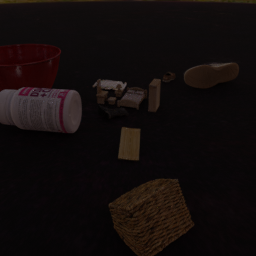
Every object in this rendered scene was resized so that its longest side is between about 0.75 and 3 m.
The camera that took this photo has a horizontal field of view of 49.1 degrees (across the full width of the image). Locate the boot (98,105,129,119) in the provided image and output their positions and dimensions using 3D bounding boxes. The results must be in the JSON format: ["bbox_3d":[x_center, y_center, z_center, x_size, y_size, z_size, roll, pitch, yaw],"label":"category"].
[{"bbox_3d":[-0.457,-0.500,8.413,0.714,0.284,0.821,-14,35,-33],"label":"boot"}]

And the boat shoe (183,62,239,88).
[{"bbox_3d":[3.057,-2.051,10.640,2.397,0.862,0.777,-15,20,-19],"label":"boat shoe"}]

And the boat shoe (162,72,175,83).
[{"bbox_3d":[1.657,-2.068,11.124,0.330,0.313,0.872,15,33,26],"label":"boat shoe"}]

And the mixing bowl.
[{"bbox_3d":[-3.582,-1.799,9.430,2.751,1.490,2.751,1,29,0],"label":"mixing bowl"}]

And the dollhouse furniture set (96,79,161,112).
[{"bbox_3d":[0.065,-1.233,9.048,1.978,0.876,1.025,9,30,17],"label":"dollhouse furniture set"}]

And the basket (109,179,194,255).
[{"bbox_3d":[0.350,1.465,4.712,1.175,0.875,0.838,-22,3,-34],"label":"basket"}]

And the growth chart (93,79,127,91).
[{"bbox_3d":[-0.678,-1.610,10.510,1.290,0.114,0.933,9,31,16],"label":"growth chart"}]

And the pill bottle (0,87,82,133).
[{"bbox_3d":[-2.343,-0.492,7.438,2.000,1.134,1.134,4,29,8],"label":"pill bottle"}]

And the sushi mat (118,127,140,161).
[{"bbox_3d":[0.042,0.367,6.659,0.473,0.060,0.989,8,48,-3],"label":"sushi mat"}]
